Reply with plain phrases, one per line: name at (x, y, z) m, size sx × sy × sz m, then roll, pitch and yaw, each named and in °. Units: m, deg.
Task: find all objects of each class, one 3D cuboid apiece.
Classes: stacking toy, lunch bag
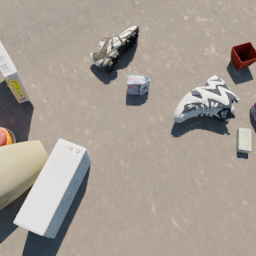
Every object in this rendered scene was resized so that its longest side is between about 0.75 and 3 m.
stacking toy at (-4.857, 0.288, 9.809) m, size 1.284 × 1.757 × 1.284 m, roll 0°, pitch 65°, yaw 0°
lunch bag at (0.417, -1.717, 11.230) m, size 0.904 × 0.766 × 0.574 m, roll 0°, pitch 64°, yaw -1°

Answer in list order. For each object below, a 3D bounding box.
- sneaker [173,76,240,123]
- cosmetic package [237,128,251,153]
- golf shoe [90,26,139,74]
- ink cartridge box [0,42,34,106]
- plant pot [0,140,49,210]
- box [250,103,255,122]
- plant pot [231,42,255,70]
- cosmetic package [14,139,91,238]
sneaker at (3.128, -0.728, 10.623) m, size 2.642 × 1.054 × 1.719 m, roll -34°, pitch 62°, yaw -24°
cosmetic package at (4.348, 0.468, 10.515) m, size 0.456 × 0.322 × 0.881 m, roll 10°, pitch 67°, yaw 4°
golf shoe at (-0.537, -3.607, 11.940) m, size 1.242 × 1.022 × 2.630 m, roll 34°, pitch 69°, yaw 14°
ink cartridge box at (-4.487, -2.157, 10.384) m, size 0.569 × 2.423 × 2.394 m, roll -29°, pitch 72°, yaw -19°
plant pot at (-3.749, 1.323, 9.392) m, size 2.123 × 1.988 × 1.988 m, roll -29°, pitch 69°, yaw -21°
box at (5.673, -0.477, 10.730) m, size 1.418 × 0.686 × 1.247 m, roll -14°, pitch 67°, yaw -5°
plant pot at (4.816, -2.947, 11.776) m, size 0.869 × 0.765 × 0.868 m, roll -17°, pitch 67°, yaw -8°
cosmetic package at (-2.337, 1.991, 9.221) m, size 1.032 × 1.469 × 2.896 m, roll 20°, pitch 67°, yaw 9°
